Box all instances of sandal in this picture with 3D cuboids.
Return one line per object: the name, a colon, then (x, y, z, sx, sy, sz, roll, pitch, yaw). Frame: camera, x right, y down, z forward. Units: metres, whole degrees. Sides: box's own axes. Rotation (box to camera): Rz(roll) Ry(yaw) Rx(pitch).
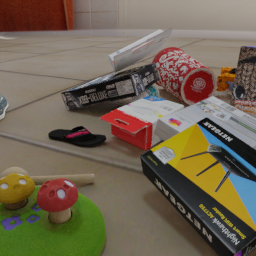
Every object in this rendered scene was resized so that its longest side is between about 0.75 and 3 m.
sandal: (-1.396, 0.161, 7.466, 1.675, 0.377, 0.629, 8, 25, 18)

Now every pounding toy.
pounding toy: (-1.360, 1.083, 4.334, 1.950, 1.172, 2.526, -4, 24, -9)

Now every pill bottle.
pill bottle: (0.581, -1.077, 9.944, 0.690, 0.690, 1.246, 13, 27, 27)

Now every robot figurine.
robot figurine: (5.063, -1.737, 10.977, 2.982, 0.868, 2.162, 15, 31, 19)

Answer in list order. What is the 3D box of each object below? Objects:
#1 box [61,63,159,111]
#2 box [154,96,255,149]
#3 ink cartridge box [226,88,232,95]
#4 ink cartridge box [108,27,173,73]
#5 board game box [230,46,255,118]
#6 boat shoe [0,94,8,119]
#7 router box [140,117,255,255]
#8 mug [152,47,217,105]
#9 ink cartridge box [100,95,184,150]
box: (-0.554, -1.459, 9.810, 2.797, 0.696, 2.205, -9, 18, 29)
box: (2.201, 0.078, 6.958, 1.952, 0.516, 2.504, 35, 39, 31)
ink cartridge box: (4.783, -1.461, 11.452, 1.387, 0.347, 1.116, 25, 30, 14)
ink cartridge box: (0.304, -2.637, 9.033, 1.954, 0.577, 2.441, -27, 1, 0)
board game box: (3.940, -1.002, 7.670, 1.097, 2.265, 1.806, -13, 25, -41)
boat shoe: (-4.639, -0.978, 9.607, 0.901, 0.765, 2.476, -9, 25, -21)
router box: (1.472, 0.861, 4.630, 1.620, 0.555, 2.173, -29, 44, -18)
mug: (2.406, -2.049, 10.959, 2.347, 1.764, 2.644, -8, 28, -13)
ink cartridge box: (0.413, -0.153, 7.606, 1.255, 0.726, 2.160, 23, 35, 36)
